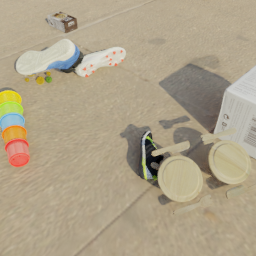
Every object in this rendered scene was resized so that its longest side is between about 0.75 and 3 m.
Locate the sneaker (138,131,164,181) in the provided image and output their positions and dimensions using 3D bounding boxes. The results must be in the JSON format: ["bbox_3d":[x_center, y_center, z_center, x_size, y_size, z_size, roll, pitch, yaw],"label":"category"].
[{"bbox_3d":[0.665,0.739,7.459,0.618,0.535,1.492,-5,53,16],"label":"sneaker"}]

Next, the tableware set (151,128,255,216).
[{"bbox_3d":[1.842,1.052,6.905,2.474,0.496,1.635,-14,72,-14],"label":"tableware set"}]

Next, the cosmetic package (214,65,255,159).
[{"bbox_3d":[3.833,-0.501,7.906,1.724,1.722,2.089,33,52,31],"label":"cosmetic package"}]

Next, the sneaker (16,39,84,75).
[{"bbox_3d":[-2.668,-2.285,9.863,2.295,1.276,0.881,-19,75,15],"label":"sneaker"}]

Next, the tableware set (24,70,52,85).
[{"bbox_3d":[-3.318,-1.905,10.332,1.017,0.156,0.685,-9,88,3],"label":"tableware set"}]

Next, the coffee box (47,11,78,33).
[{"bbox_3d":[-3.173,-5.162,13.619,1.346,0.537,0.761,32,52,29],"label":"coffee box"}]

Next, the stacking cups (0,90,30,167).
[{"bbox_3d":[-3.311,0.015,8.192,0.802,0.802,2.650,-17,51,-17],"label":"stacking cups"}]

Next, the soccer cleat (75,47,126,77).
[{"bbox_3d":[-1.108,-2.684,10.919,2.231,0.773,0.865,-30,49,-24],"label":"soccer cleat"}]
